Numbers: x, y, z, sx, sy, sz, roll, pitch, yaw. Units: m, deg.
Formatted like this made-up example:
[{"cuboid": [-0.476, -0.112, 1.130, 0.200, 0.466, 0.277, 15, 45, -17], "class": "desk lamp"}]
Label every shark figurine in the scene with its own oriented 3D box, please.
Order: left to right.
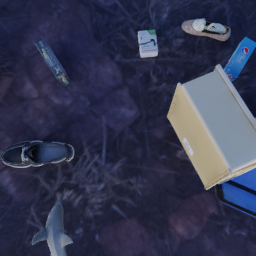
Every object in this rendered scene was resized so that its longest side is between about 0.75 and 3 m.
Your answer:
[{"cuboid": [-1.757, 3.356, 7.936, 0.930, 1.331, 2.227, -19, 97, 30], "class": "shark figurine"}]

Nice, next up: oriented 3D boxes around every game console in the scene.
[{"cuboid": [4.130, 1.827, 9.170, 2.324, 1.375, 1.983, 24, 83, 2], "class": "game console"}]

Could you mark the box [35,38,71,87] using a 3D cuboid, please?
[{"cuboid": [-2.609, -2.276, 9.855, 0.377, 1.165, 1.478, -32, 84, -5], "class": "box"}]

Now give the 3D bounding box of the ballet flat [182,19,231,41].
[{"cuboid": [2.920, -3.726, 10.339, 1.819, 0.612, 0.619, 12, 82, 2], "class": "ballet flat"}]

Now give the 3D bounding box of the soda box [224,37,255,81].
[{"cuboid": [4.044, -2.504, 10.225, 0.519, 0.491, 1.530, 32, 84, 4], "class": "soda box"}]

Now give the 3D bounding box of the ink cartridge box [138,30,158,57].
[{"cuboid": [0.740, -3.122, 10.370, 0.654, 0.371, 0.893, -7, 82, -1], "class": "ink cartridge box"}]

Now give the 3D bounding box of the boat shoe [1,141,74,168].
[{"cuboid": [-3.164, 0.891, 9.601, 2.539, 0.766, 0.938, 1, 82, 0], "class": "boat shoe"}]

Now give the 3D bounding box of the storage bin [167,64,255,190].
[{"cuboid": [2.487, 0.185, 8.383, 1.315, 2.786, 2.807, -23, 71, -8], "class": "storage bin"}]
